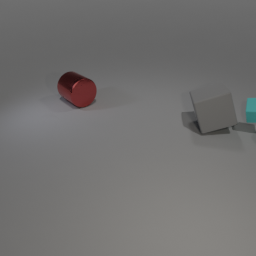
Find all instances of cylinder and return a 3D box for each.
[{"bbox_3d":[-2.449,-1.867,13.430,1.400,1.400,1.400,-22,36,-33],"label":"cylinder"}]

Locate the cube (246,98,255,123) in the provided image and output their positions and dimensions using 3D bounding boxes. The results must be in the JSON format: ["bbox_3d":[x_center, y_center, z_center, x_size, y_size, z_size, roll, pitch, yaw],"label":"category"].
[{"bbox_3d":[4.933,-0.673,10.734,0.700,0.700,0.700,2,55,28],"label":"cube"}]

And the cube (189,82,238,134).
[{"bbox_3d":[3.382,-0.830,11.200,1.400,1.400,1.400,-16,23,13],"label":"cube"}]
